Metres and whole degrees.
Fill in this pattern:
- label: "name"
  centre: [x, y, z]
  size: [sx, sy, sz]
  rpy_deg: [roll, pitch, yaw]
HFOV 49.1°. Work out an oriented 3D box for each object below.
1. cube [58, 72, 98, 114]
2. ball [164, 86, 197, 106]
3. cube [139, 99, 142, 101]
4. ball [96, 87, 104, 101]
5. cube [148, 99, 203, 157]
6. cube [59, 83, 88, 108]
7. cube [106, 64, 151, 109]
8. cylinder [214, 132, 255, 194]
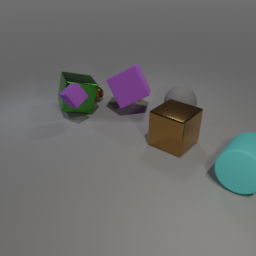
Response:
- label: "cube"
  centre: [-2.283, -1.584, 12.578]
  size: [1.400, 1.400, 1.400]
  rpy_deg: [3, 26, -25]
- label: "ball"
  centre: [2.262, -1.118, 12.100]
  size: [1.400, 1.400, 1.400]
  rpy_deg: [0, 30, 0]
- label: "cube"
  centre: [0.372, -1.792, 13.952]
  size: [0.700, 0.700, 0.700]
  rpy_deg: [4, 30, 6]
- label: "ball"
  centre: [-1.532, -1.680, 13.685]
  size: [0.700, 0.700, 0.700]
  rpy_deg: [0, 30, 0]
- label: "cube"
  centre: [1.699, -0.044, 10.162]
  size: [1.400, 1.400, 1.400]
  rpy_deg: [22, 37, 33]
- label: "cube"
  centre: [-2.162, -1.289, 11.162]
  size: [0.700, 0.700, 0.700]
  rpy_deg: [8, 53, 53]
- label: "cube"
  centre: [0.076, -1.867, 12.431]
  size: [1.400, 1.400, 1.400]
  rpy_deg: [-25, 10, 13]
- label: "cylinder"
  centre: [3.476, 1.004, 8.279]
  size: [1.400, 1.400, 1.400]
  rpy_deg: [20, 32, 31]
